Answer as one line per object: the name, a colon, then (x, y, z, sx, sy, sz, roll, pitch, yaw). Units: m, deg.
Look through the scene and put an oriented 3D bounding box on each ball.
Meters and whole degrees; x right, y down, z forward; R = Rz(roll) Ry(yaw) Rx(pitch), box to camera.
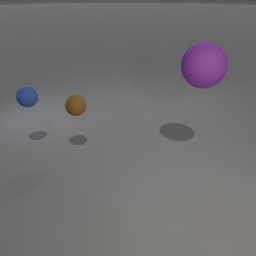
ball: (2.334, -1.915, 8.590, 1.400, 1.400, 1.400, 0, 28, 0)
ball: (-1.699, -0.737, 9.149, 0.700, 0.700, 0.700, 0, 28, 0)
ball: (-3.348, -1.033, 9.313, 0.700, 0.700, 0.700, 0, 28, 0)
